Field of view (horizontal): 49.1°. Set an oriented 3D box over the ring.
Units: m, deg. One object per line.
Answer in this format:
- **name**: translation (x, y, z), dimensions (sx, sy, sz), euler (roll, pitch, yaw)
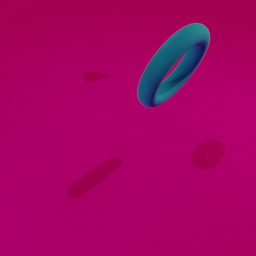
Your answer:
- **ring**: translation (0.742, -0.970, 4.549), dimensions (0.311, 1.554, 1.554), euler (43, 52, 16)
